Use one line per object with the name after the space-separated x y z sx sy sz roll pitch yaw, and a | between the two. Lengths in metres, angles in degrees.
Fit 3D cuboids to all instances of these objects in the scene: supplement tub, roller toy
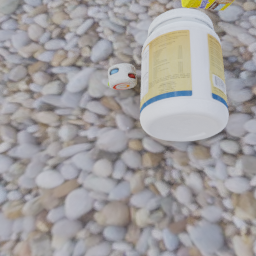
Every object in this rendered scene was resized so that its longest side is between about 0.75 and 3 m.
1.410 -1.338 7.364 2.147 2.147 2.968 3 68 1 | supplement tub
-0.153 -1.501 8.114 0.886 0.808 0.619 -6 81 -7 | roller toy

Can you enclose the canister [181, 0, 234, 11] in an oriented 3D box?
2.515 -4.111 8.630 1.412 1.049 0.611 0 82 -14 | canister
